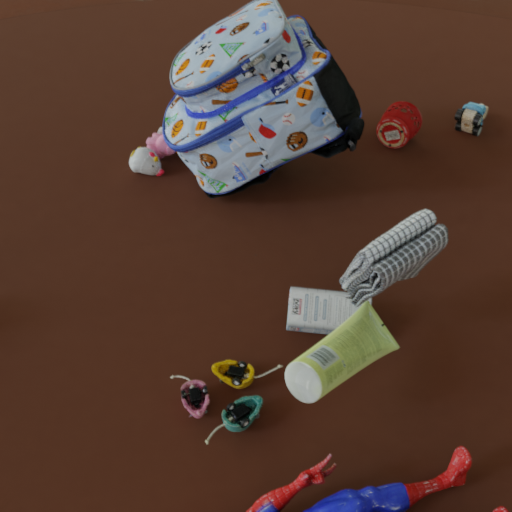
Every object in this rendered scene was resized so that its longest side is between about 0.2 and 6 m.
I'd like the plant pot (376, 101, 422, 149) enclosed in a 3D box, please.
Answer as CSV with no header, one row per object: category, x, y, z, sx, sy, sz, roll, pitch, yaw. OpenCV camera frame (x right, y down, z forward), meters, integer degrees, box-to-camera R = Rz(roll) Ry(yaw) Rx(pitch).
plant pot,2.968,-2.726,11.745,0.815,0.815,0.742,22,48,25

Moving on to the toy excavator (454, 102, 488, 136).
toy excavator,4.863,-3.130,12.371,0.530,1.031,1.060,26,74,28

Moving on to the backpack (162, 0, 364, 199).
backpack,-0.129,-2.707,9.910,3.232,2.614,3.393,-35,30,18

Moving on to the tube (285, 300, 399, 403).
tube,1.063,1.116,6.546,0.487,0.545,1.878,12,22,37

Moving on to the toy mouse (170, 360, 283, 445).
toy mouse,-0.432,1.794,6.733,1.380,0.267,1.226,5,40,6

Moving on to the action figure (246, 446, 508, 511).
action figure,0.644,2.665,5.321,3.408,0.881,1.115,-13,44,-11

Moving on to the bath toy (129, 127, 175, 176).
bath toy,-1.805,-2.243,11.280,0.692,0.814,1.872,31,50,2

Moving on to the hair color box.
hair color box,0.989,0.776,7.651,1.111,0.337,0.550,6,72,1

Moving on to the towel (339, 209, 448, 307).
towel,1.588,0.087,6.605,1.049,1.267,0.542,-33,76,-16
